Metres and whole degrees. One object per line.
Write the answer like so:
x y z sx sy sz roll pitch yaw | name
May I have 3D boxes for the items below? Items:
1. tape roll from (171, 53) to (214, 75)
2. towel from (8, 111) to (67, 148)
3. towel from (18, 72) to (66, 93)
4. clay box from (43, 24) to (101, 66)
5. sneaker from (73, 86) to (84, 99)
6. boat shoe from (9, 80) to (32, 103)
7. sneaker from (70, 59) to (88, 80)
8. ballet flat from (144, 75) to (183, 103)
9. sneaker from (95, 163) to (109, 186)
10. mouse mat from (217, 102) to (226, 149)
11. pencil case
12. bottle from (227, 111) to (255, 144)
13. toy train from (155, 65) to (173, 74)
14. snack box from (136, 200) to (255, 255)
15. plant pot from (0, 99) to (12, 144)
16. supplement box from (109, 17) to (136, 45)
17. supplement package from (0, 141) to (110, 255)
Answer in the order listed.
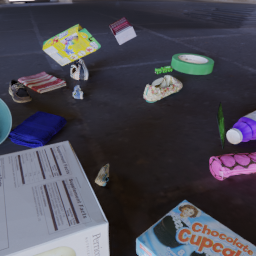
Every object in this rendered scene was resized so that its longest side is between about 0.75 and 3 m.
3.266 -3.276 14.223 2.085 0.501 2.085 4 29 -2 | tape roll
-2.782 0.054 8.779 1.190 0.399 1.612 14 32 11 | towel
-3.865 -2.079 12.587 1.917 0.218 1.381 27 40 37 | towel
-2.176 -3.265 10.995 2.018 1.160 0.480 -18 59 23 | clay box
-2.075 -1.461 11.354 0.376 0.369 0.975 -7 29 -20 | sneaker
-4.374 -1.492 11.155 0.628 0.618 1.685 -23 37 -34 | boat shoe
-2.427 -2.851 13.414 0.718 0.709 1.809 -4 31 -18 | sneaker
1.525 -1.723 11.424 0.898 0.759 2.374 20 35 34 | ballet flat
-0.592 1.163 6.968 0.301 0.299 0.831 37 24 -7 | sneaker
2.151 -0.078 6.414 0.039 0.826 1.026 -7 20 27 | mouse mat
2.835 0.938 6.948 1.497 0.679 0.701 -7 32 -7 | pencil case
3.786 -0.024 8.615 1.897 0.619 0.792 -22 38 -33 | bottle
1.792 -2.916 13.950 1.031 0.291 0.215 -15 33 -24 | toy train
1.485 2.336 4.699 1.427 0.456 2.456 -25 38 -36 | snack box
-4.381 -0.177 8.148 1.658 1.658 1.111 -23 10 -34 | plant pot
-0.185 -3.146 9.017 0.610 0.341 1.121 -27 40 5 | supplement box
-1.825 1.770 4.088 2.663 2.021 2.006 -13 32 -21 | supplement package
